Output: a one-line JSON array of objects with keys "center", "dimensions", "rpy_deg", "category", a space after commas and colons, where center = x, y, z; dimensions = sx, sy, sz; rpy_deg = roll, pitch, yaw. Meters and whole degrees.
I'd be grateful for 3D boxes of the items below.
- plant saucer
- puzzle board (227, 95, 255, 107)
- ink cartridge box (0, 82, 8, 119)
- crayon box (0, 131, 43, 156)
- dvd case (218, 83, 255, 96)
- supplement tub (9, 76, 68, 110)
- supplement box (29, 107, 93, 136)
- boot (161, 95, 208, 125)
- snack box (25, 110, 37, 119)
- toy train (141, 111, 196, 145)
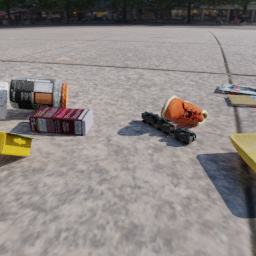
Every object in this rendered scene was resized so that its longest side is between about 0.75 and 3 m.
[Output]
[{"center": [4.395, 0.973, 7.196], "dimensions": [2.757, 0.668, 2.757], "rpy_deg": [-2, 25, -6], "category": "plant saucer"}, {"center": [5.448, -1.198, 12.543], "dimensions": [1.733, 0.151, 1.306], "rpy_deg": [4, 24, 7], "category": "puzzle board"}, {"center": [-5.574, -1.174, 11.150], "dimensions": [1.420, 0.832, 1.965], "rpy_deg": [3, 27, -22], "category": "ink cartridge box"}, {"center": [-3.702, 0.363, 7.693], "dimensions": [2.252, 0.581, 1.416], "rpy_deg": [7, -7, 10], "category": "crayon box"}, {"center": [5.495, -1.890, 13.979], "dimensions": [1.770, 0.195, 1.292], "rpy_deg": [11, 27, 24], "category": "dvd case"}, {"center": [-3.446, -1.324, 10.997], "dimensions": [2.100, 1.287, 1.287], "rpy_deg": [4, 24, -10], "category": "supplement tub"}, {"center": [-2.330, -0.272, 9.949], "dimensions": [1.986, 0.605, 1.081], "rpy_deg": [5, 25, 7], "category": "supplement box"}, {"center": [2.051, -0.571, 9.960], "dimensions": [1.203, 0.842, 2.243], "rpy_deg": [29, 19, 32], "category": "boot"}, {"center": [-3.751, -0.554, 11.173], "dimensions": [0.313, 0.106, 0.870], "rpy_deg": [6, 25, 12], "category": "snack box"}, {"center": [1.351, -0.088, 9.773], "dimensions": [0.591, 0.440, 2.578], "rpy_deg": [-13, 28, -34], "category": "toy train"}]
